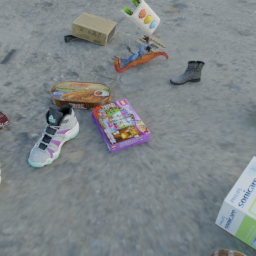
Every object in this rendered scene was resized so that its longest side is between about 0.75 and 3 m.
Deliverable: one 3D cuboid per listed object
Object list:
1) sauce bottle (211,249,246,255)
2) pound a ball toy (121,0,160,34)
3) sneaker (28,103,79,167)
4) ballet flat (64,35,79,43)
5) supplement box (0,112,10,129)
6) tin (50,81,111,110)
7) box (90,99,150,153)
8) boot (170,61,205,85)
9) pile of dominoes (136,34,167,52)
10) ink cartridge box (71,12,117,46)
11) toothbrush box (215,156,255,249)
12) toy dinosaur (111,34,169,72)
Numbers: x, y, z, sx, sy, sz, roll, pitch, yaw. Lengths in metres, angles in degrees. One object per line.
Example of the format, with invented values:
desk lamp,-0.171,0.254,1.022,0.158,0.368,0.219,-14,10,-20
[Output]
sauce bottle,1.635,3.337,4.487,0.840,0.840,2.595,11,44,11
pound a ball toy,0.545,-3.809,8.958,0.706,1.084,1.663,44,15,24
sneaker,-2.127,0.024,7.706,0.763,1.373,1.963,16,45,17
ballet flat,-2.507,-4.308,13.359,1.173,0.333,0.390,-19,28,-28
supplement box,-4.368,-0.320,8.854,1.125,0.342,0.612,27,48,27
tin,-1.623,-1.144,9.734,2.104,0.440,1.178,5,47,5
box,-0.280,-0.131,8.626,1.257,0.359,1.837,-17,45,-18
boot,2.190,-2.108,10.451,1.283,0.844,0.448,-12,45,-13
pile of dominoes,1.109,-3.876,12.980,1.044,0.213,1.339,-32,59,-31
ink cartridge box,-1.589,-4.699,13.234,1.739,0.653,1.433,19,44,4
toothbrush box,3.333,1.891,5.954,2.266,0.975,1.650,29,49,30
toy dinosaur,0.344,-2.864,11.280,2.163,1.136,1.963,26,66,10
